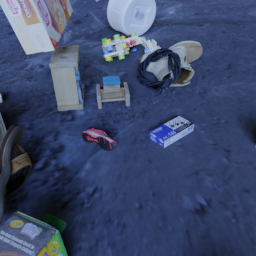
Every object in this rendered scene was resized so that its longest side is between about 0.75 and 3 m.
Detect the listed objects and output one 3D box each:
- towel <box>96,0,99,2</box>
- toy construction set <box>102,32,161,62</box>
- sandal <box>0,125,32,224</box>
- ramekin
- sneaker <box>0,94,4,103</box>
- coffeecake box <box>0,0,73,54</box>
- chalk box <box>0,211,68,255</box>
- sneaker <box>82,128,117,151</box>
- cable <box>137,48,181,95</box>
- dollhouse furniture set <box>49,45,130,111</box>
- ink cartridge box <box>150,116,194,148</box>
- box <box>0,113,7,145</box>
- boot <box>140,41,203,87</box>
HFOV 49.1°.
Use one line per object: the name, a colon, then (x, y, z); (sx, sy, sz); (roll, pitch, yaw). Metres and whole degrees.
towel: (-1.222, -5.485, 11.372); (0.139, 0.533, 0.805); (-8, 31, 25)
toy construction set: (0.041, -3.854, 13.172); (2.950, 1.359, 1.934); (-7, 12, -22)
sandal: (-2.709, 1.042, 6.653); (0.775, 1.160, 2.838); (8, 32, -17)
ramekin: (0.298, -6.567, 15.874); (2.741, 2.741, 1.336); (-22, 50, -28)
sneaker: (-5.037, -1.054, 10.143); (1.182, 0.416, 0.553); (17, 45, 26)
coffeecake box: (-2.514, -3.572, 7.882); (0.896, 1.883, 2.453); (-5, 46, 11)
chalk box: (-1.773, 2.281, 4.862); (1.072, 1.067, 1.723); (12, 36, 27)
sneaker: (-0.770, 0.262, 8.239); (1.212, 0.447, 0.526); (21, 40, 27)
cable: (1.130, -2.340, 10.935); (0.525, 1.687, 2.068); (14, 21, -42)
dollhouse furniture set: (-1.296, -1.885, 10.070); (2.523, 1.778, 1.768); (-5, 36, -5)
ink cartridge box: (1.354, 0.098, 8.591); (1.330, 0.294, 0.625); (-27, 43, -32)
box: (-4.910, 0.169, 7.643); (2.720, 1.291, 1.057); (1, 38, -1)
boot: (2.249, -2.709, 11.797); (2.944, 1.061, 2.277); (-17, 36, -12)
